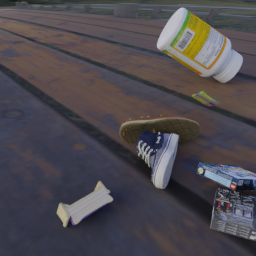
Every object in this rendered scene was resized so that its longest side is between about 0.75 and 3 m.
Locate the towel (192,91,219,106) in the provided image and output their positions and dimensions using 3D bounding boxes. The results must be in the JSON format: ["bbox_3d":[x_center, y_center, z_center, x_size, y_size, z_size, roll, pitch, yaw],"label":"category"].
[{"bbox_3d":[2.100,-0.793,7.629,0.583,0.092,0.812,32,-4,-4],"label":"towel"}]

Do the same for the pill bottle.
[{"bbox_3d":[2.539,-2.747,9.747,2.760,1.533,1.533,28,24,-14],"label":"pill bottle"}]

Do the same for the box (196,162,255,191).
[{"bbox_3d":[1.825,0.833,4.813,1.104,0.208,0.754,10,7,-39],"label":"box"}]

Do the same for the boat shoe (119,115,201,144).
[{"bbox_3d":[0.734,-0.051,6.561,1.851,0.666,0.625,-2,30,3],"label":"boat shoe"}]

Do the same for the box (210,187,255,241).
[{"bbox_3d":[1.838,1.351,4.368,0.981,0.244,0.773,10,30,18],"label":"box"}]

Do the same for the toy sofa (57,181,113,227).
[{"bbox_3d":[-0.670,1.241,4.459,0.834,0.346,0.407,-25,64,-38],"label":"toy sofa"}]

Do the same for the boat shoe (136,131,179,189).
[{"bbox_3d":[0.480,0.558,5.482,0.810,0.652,1.746,10,20,14],"label":"boat shoe"}]
